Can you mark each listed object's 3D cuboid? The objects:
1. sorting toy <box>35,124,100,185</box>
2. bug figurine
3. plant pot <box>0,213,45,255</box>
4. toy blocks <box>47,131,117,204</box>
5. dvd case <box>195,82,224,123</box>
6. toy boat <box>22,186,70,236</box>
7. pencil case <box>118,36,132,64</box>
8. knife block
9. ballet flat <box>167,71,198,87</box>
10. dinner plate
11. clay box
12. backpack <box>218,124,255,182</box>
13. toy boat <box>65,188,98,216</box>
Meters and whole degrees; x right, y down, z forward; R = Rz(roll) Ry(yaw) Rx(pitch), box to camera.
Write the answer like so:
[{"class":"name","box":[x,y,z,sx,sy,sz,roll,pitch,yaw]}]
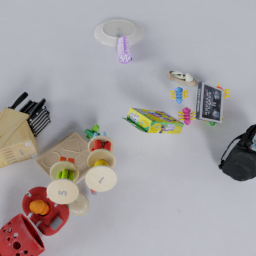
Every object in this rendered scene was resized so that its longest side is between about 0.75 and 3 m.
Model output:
[{"class":"sorting toy","box":[-1.538,0.816,8.967,2.382,0.351,1.761,-39,55,-24]},{"class":"bug figurine","box":[2.529,-0.855,9.984,2.056,0.529,1.594,1,74,9]},{"class":"plant pot","box":[-2.734,2.832,6.791,1.022,1.122,1.122,-36,59,-19]},{"class":"toy blocks","box":[-1.112,0.822,7.016,1.649,0.718,1.978,-18,28,4]},{"class":"dvd case","box":[2.165,-0.636,7.347,0.154,0.937,1.247,3,-2,42]},{"class":"toy boat","box":[-2.272,2.124,7.407,1.401,0.915,0.914,35,74,28]},{"class":"pencil case","box":[-0.176,-3.451,12.401,0.587,0.598,1.400,-6,49,-2]},{"class":"knife block","box":[-3.973,-0.022,9.311,2.858,0.914,2.509,-18,51,-14]},{"class":"ballet flat","box":[2.218,-2.013,11.286,1.332,0.448,0.454,14,51,11]},{"class":"dinner plate","box":[-0.450,-4.778,13.741,2.467,0.299,2.467,0,51,1]},{"class":"clay box","box":[0.808,-0.227,9.009,1.866,0.444,1.072,4,23,-44]},{"class":"backpack","box":[3.815,0.685,8.497,1.184,1.561,1.871,44,57,8]},{"class":"toy boat","box":[-1.268,2.020,7.938,1.005,0.467,0.845,-38,61,-19]}]
